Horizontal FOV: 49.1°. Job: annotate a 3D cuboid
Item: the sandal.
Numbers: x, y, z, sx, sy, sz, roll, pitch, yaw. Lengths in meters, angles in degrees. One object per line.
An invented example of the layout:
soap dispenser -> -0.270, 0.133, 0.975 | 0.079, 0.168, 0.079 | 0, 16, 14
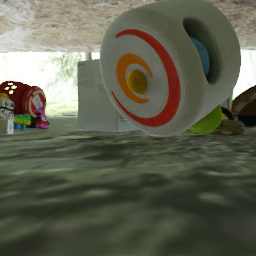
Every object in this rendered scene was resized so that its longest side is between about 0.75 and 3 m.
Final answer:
sandal -> 2.405, -0.273, 7.703 | 1.101, 0.740, 2.741 | 0, 3, 0

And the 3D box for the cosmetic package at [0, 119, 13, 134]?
cosmetic package -> -3.212, -0.028, 6.551 | 0.906, 0.368, 0.511 | 1, 1, -8

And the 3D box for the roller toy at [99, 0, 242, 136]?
roller toy -> 0.751, -1.285, 6.031 | 2.928, 2.671, 2.046 | 36, 49, 29

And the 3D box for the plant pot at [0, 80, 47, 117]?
plant pot -> -6.334, -1.525, 16.757 | 2.249, 2.470, 2.470 | 10, 6, 19

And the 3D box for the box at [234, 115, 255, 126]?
box -> 4.463, -0.301, 11.045 | 0.818, 0.457, 1.159 | -2, 2, -4

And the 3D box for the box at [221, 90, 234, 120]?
box -> 2.879, -1.321, 10.652 | 2.083, 1.319, 2.163 | 10, -27, 21

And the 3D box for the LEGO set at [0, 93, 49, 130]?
LEGO set -> -3.103, -0.495, 7.687 | 0.813, 0.875, 2.133 | -7, -10, 14

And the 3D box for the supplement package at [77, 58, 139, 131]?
supplement package -> -0.459, -0.962, 8.450 | 1.542, 2.031, 1.530 | 2, 4, 35

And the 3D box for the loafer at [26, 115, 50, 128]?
loafer -> -3.371, -0.232, 9.729 | 1.269, 0.453, 0.463 | 0, 3, 2

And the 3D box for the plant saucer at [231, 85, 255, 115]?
plant saucer -> 6.355, -1.107, 13.998 | 2.893, 0.529, 2.893 | -13, -34, -9
